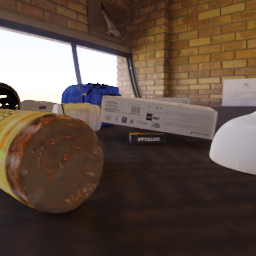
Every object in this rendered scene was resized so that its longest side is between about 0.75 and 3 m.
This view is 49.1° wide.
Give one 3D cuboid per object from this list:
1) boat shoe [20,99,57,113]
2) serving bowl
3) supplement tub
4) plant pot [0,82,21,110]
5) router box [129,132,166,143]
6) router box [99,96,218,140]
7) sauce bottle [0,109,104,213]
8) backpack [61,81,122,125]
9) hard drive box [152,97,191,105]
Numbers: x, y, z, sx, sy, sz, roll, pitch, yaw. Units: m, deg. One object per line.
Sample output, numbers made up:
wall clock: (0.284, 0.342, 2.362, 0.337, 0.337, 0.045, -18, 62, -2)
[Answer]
boat shoe: (-5.887, -1.346, 19.365, 2.970, 1.109, 1.377, 7, -1, 12)
serving bowl: (2.766, 0.155, 4.749, 2.638, 0.868, 2.638, 0, 7, 0)
supplement tub: (-1.558, -0.286, 8.525, 1.319, 0.957, 0.957, -3, 7, -26)
plant pot: (-5.471, -0.960, 12.087, 1.808, 1.808, 1.790, -2, -1, -15)
router box: (0.473, 0.240, 7.026, 0.860, 0.220, 0.642, 0, 6, -2)
router box: (0.912, -0.377, 7.600, 2.716, 0.663, 2.437, 9, 8, 12)
sauce bottle: (-1.545, 0.232, 3.547, 2.959, 0.977, 0.977, 5, 8, 44)
backpack: (-1.459, -0.964, 11.149, 2.210, 1.796, 1.855, -3, 9, -32)
hard drive box: (1.734, -0.647, 11.152, 1.474, 1.149, 0.566, 3, 6, 17)
